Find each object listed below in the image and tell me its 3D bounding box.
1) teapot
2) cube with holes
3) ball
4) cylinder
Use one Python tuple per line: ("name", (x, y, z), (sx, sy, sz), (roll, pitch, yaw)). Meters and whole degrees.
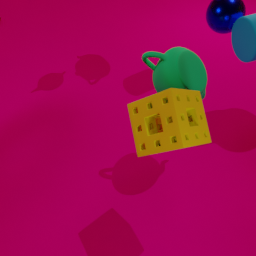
("teapot", (1.037, -0.972, 5.734), (1.869, 0.915, 1.162), (33, 60, -27))
("cube with holes", (0.647, -0.072, 4.388), (0.842, 0.842, 0.842), (-4, 81, -48))
("ball", (2.428, -2.841, 6.982), (0.947, 0.947, 0.947), (0, 53, 0))
("cylinder", (3.125, -2.143, 6.491), (1.033, 1.033, 1.033), (-15, 54, -6))
